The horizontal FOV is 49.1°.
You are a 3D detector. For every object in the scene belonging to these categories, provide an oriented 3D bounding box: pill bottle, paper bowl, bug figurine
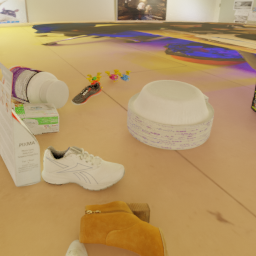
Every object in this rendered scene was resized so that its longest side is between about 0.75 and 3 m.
[{"bbox_3d":[-3.907,-1.687,11.918,2.819,1.570,1.570,19,32,32],"label":"pill bottle"},{"bbox_3d":[1.467,-0.642,9.700,2.966,1.542,2.966,3,29,-2],"label":"paper bowl"},{"bbox_3d":[-1.079,-2.596,14.848,2.408,0.620,1.868,-14,24,-18],"label":"bug figurine"}]

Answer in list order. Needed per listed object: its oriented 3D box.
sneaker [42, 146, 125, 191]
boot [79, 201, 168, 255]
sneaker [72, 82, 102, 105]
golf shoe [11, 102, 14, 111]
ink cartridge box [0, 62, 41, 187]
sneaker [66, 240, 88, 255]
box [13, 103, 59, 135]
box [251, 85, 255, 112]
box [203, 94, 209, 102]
[{"bbox_3d":[-1.188,0.990,7.225,2.231,0.972,0.831,3,24,4],"label":"sneaker"},{"bbox_3d":[-0.160,2.092,5.277,1.501,0.738,2.097,-3,17,-10],"label":"boot"},{"bbox_3d":[-1.798,-1.530,11.897,1.456,0.596,0.561,-36,59,-22],"label":"sneaker"},{"bbox_3d":[-5.782,-0.962,10.748,2.880,1.361,1.120,-3,26,-9],"label":"golf shoe"},{"bbox_3d":[-3.032,-0.275,7.532,0.693,2.932,2.347,-8,26,-33],"label":"ink cartridge box"},{"bbox_3d":[-0.943,2.359,4.964,0.398,0.529,1.062,-2,25,-2],"label":"sneaker"},{"bbox_3d":[-3.322,-0.337,10.093,1.464,0.708,1.292,-4,25,-22],"label":"box"},{"bbox_3d":[5.641,-1.233,10.235,0.628,2.272,2.836,-3,26,-4],"label":"box"},{"bbox_3d":[2.592,-1.084,11.669,1.107,0.724,1.101,-5,27,-10],"label":"box"}]
